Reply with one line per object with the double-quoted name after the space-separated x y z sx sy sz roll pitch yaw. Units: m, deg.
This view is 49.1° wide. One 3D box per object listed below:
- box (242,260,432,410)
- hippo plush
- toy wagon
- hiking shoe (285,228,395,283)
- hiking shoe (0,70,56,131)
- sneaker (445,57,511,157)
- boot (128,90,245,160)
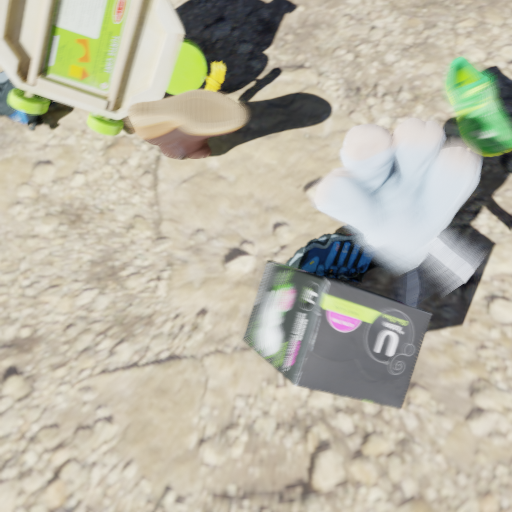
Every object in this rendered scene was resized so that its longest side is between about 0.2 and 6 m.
0.927 0.924 7.186 1.495 2.013 1.251 17 92 -19 "box"
2.128 -0.848 7.921 1.935 1.953 2.429 -40 92 18 "hippo plush"
-2.533 -3.705 9.866 4.021 3.120 0.796 14 32 -21 "toy wagon"
1.393 0.086 9.091 1.994 0.742 0.865 -22 62 -12 "hiking shoe"
-4.129 -3.694 11.196 1.185 1.017 2.734 26 74 5 "hiking shoe"
3.627 -2.481 9.338 0.723 0.816 1.952 -26 64 15 "sneaker"
-0.997 -2.117 9.496 2.009 1.671 0.727 6 80 15 "boot"
